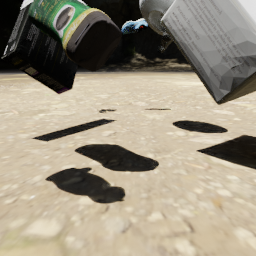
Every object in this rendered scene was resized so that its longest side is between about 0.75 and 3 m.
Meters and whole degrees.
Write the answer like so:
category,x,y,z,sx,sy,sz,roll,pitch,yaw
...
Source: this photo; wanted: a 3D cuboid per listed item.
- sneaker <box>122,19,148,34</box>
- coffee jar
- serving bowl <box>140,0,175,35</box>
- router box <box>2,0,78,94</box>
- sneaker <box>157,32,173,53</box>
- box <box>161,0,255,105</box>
category,x,y,z,sx,sy,sz,roll,pitch,yaw
sneaker,0.282,-4.084,11.414,1.127,0.442,0.507,-19,57,2
coffee jar,-1.106,-2.095,5.755,2.129,1.110,0.908,46,13,31
serving bowl,1.107,-3.391,8.352,1.918,0.631,1.918,30,-16,10
router box,-2.301,-2.631,8.283,0.678,2.655,1.980,-12,-32,36
sneaker,1.071,-2.464,8.279,0.335,0.515,0.893,34,7,7
box,2.412,-2.018,5.993,2.327,2.340,1.529,-19,-17,-39
